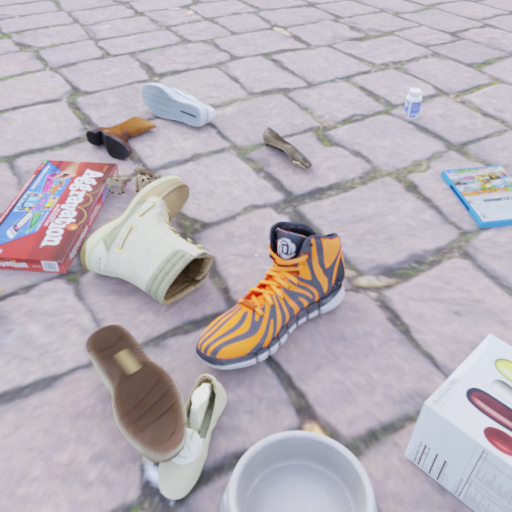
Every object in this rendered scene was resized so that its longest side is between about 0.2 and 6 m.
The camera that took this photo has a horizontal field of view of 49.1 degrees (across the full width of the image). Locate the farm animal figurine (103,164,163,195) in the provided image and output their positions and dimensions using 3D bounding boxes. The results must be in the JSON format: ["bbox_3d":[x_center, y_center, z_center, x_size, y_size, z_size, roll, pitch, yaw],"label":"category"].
[{"bbox_3d":[-2.637,-1.700,12.441,1.130,0.596,1.142,30,41,29],"label":"farm animal figurine"}]

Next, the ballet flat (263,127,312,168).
[{"bbox_3d":[0.705,-2.581,13.727,0.435,0.633,1.878,-48,52,7],"label":"ballet flat"}]

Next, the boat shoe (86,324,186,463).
[{"bbox_3d":[-1.606,1.986,7.910,0.911,0.913,2.468,-24,42,-18],"label":"boat shoe"}]

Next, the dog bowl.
[{"bbox_3d":[0.541,3.080,6.920,2.012,0.590,2.012,0,39,0],"label":"dog bowl"}]

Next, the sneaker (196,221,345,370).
[{"bbox_3d":[0.223,0.439,9.042,3.094,1.733,1.200,-32,41,-34],"label":"sneaker"}]

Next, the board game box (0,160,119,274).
[{"bbox_3d":[-4.301,-0.966,11.882,1.821,0.344,3.538,4,40,3],"label":"board game box"}]

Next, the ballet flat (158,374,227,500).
[{"bbox_3d":[-0.892,2.394,7.719,0.628,0.628,1.809,10,41,11],"label":"ballet flat"}]

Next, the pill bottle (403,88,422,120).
[{"bbox_3d":[4.290,-4.165,15.309,0.431,0.769,0.431,0,40,0],"label":"pill bottle"}]

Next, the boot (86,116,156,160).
[{"bbox_3d":[-3.229,-3.049,14.352,1.553,0.565,1.650,22,37,34],"label":"boot"}]

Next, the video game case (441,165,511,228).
[{"bbox_3d":[5.217,-1.356,12.458,1.480,0.184,2.068,-6,41,-6],"label":"video game case"}]

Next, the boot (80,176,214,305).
[{"bbox_3d":[-1.629,-0.350,10.652,2.137,0.996,2.763,23,50,25],"label":"boot"}]

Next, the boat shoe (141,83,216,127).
[{"bbox_3d":[-2.116,-4.092,15.350,2.294,0.844,0.766,33,33,23],"label":"boat shoe"}]

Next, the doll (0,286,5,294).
[{"bbox_3d":[-4.752,0.996,9.398,0.850,0.302,1.246,-14,38,44],"label":"doll"}]

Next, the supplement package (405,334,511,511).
[{"bbox_3d":[3.242,2.317,7.244,1.699,1.307,1.777,-33,52,-32],"label":"supplement package"}]
